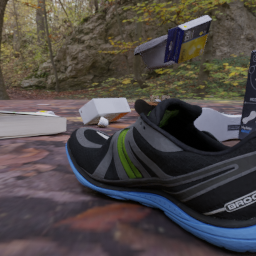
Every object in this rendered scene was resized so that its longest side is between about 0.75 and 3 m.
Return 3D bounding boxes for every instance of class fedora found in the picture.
[{"bbox_3d":[1.492,-2.979,10.999,2.484,1.122,2.197,-26,10,-28],"label":"fedora"}]

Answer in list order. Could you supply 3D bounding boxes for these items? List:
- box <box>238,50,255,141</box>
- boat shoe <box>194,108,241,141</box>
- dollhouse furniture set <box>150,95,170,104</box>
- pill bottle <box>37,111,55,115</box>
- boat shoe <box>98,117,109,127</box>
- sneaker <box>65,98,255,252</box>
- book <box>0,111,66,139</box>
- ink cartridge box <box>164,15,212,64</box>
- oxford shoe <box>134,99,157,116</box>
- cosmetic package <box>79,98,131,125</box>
[{"bbox_3d":[3.474,-0.361,4.285,2.751,1.578,1.818,3,6,-18],"label":"box"},{"bbox_3d":[2.079,-0.044,6.539,2.165,0.743,0.613,4,2,-24],"label":"boat shoe"},{"bbox_3d":[1.923,-1.131,13.879,1.403,0.983,0.989,-4,8,-32],"label":"dollhouse furniture set"},{"bbox_3d":[-3.140,-0.427,10.485,0.822,0.428,0.428,6,9,37],"label":"pill bottle"},{"bbox_3d":[-0.779,-0.180,9.147,0.310,0.325,0.904,23,-4,-7],"label":"boat shoe"},{"bbox_3d":[0.281,0.231,2.721,0.890,1.040,2.510,-4,8,-42],"label":"sneaker"},{"bbox_3d":[-2.989,-0.174,8.151,1.862,0.670,2.787,0,5,-25],"label":"book"},{"bbox_3d":[1.778,-2.575,8.446,1.348,0.317,1.332,-27,-28,-15],"label":"ink cartridge box"},{"bbox_3d":[1.076,-0.870,13.153,0.756,0.757,2.122,0,17,-39],"label":"oxford shoe"},{"bbox_3d":[-0.794,-0.619,10.041,0.867,0.609,1.710,-32,-15,38],"label":"cosmetic package"}]
